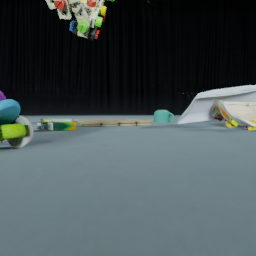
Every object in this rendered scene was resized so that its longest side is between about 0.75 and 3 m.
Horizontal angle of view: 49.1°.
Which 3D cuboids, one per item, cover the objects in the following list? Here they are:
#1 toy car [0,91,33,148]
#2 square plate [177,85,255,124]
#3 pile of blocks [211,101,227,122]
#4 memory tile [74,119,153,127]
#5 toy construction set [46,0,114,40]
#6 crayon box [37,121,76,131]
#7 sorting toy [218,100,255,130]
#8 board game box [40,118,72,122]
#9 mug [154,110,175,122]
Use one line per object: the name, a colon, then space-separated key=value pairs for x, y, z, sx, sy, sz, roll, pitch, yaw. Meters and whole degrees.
toy car: x=-1.920 y=-0.125 z=3.819 sx=1.131 sy=0.848 sz=0.990 roll=1 pitch=3 yaw=21
square plate: x=3.409 y=-0.884 z=10.450 sx=2.783 sy=0.396 sz=2.757 roll=-8 pitch=-16 yaw=-6
pile of blocks: x=4.132 y=-0.376 z=10.321 sx=2.455 sy=0.763 sz=1.008 roll=1 pitch=35 yaw=-17
memory tile: x=-0.618 y=-0.231 z=10.958 sx=2.774 sy=0.233 sz=2.126 roll=-2 pitch=3 yaw=-21
toy construction set: x=-0.727 y=-2.514 z=5.328 sx=0.916 sy=1.988 sz=1.303 roll=28 pitch=-38 yaw=2
crayon box: x=-2.019 y=-0.064 z=7.892 sx=0.853 sy=0.249 sz=0.736 roll=3 pitch=5 yaw=43
sorting toy: x=3.478 y=-0.276 z=7.772 sx=1.593 sy=0.851 sz=1.434 roll=1 pitch=11 yaw=2
board game box: x=-3.483 y=-0.359 z=13.553 sx=1.296 sy=0.189 sz=0.872 roll=-2 pitch=3 yaw=-30
mug: x=1.791 y=-0.608 z=14.114 sx=0.982 sy=0.607 sz=0.807 roll=-2 pitch=3 yaw=-9
